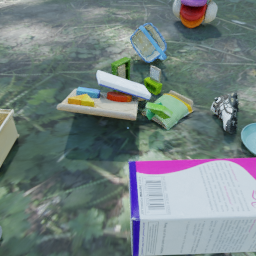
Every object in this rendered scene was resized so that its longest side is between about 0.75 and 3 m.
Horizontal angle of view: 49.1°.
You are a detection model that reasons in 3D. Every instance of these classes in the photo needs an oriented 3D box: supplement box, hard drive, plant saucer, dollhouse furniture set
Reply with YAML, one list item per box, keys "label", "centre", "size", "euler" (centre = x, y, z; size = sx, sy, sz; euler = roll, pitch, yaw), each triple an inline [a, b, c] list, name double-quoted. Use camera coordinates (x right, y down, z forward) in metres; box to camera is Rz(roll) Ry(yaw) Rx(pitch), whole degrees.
- label: "supplement box"
  centre: [1.337, 1.482, 5.342]
  size: [2.608, 1.348, 1.320]
  euler: [-2, 40, 0]
- label: "hard drive"
  centre: [-0.153, -1.268, 8.271]
  size: [1.526, 0.194, 1.007]
  euler: [15, 22, -18]
- label: "plant saucer"
  centre: [3.714, 0.418, 7.384]
  size: [1.461, 0.263, 1.461]
  euler: [0, 42, 0]
- label: "dollhouse furniture set"
  centre: [0.698, -1.223, 8.666]
  size: [1.361, 1.051, 2.723]
  euler: [-33, 51, -31]

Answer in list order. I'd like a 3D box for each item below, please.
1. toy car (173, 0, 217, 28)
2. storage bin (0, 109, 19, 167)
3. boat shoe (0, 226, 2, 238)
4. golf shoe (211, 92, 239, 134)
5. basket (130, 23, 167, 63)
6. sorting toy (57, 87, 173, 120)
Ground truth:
- label: "toy car"
  centre: [3.079, -5.865, 13.002]
  size: [2.104, 2.404, 1.803]
  euler: [16, 48, 16]
- label: "storage bin"
  centre: [-4.004, 0.428, 6.883]
  size: [1.921, 0.907, 1.935]
  euler: [4, 42, 3]
- label: "boat shoe"
  centre: [-2.948, 2.439, 4.863]
  size: [0.518, 0.628, 1.830]
  euler: [4, 35, 17]
- label: "golf shoe"
  centre: [2.807, -0.408, 8.182]
  size: [0.776, 0.638, 1.642]
  euler: [-2, 36, 25]
- label: "basket"
  centre: [0.790, -3.109, 10.353]
  size: [1.124, 1.425, 1.616]
  euler: [-41, 16, 0]
- label: "sorting toy"
  centre: [-0.255, -0.723, 7.815]
  size: [2.933, 0.432, 2.168]
  euler: [8, 18, 1]
